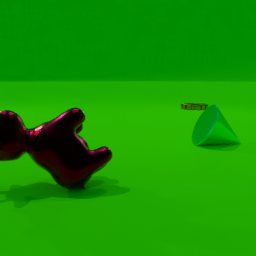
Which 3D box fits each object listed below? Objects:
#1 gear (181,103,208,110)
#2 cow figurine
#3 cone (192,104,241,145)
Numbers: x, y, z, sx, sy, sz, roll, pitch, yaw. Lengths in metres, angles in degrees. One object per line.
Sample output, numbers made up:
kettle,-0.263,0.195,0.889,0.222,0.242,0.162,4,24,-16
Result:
gear,2.845,-0.922,11.988,1.140,0.211,1.140,0,10,0
cow figurine,-1.003,0.287,3.350,1.280,1.301,0.714,-34,-7,-22
cone,1.915,0.119,5.660,0.897,0.893,0.893,26,7,-9
